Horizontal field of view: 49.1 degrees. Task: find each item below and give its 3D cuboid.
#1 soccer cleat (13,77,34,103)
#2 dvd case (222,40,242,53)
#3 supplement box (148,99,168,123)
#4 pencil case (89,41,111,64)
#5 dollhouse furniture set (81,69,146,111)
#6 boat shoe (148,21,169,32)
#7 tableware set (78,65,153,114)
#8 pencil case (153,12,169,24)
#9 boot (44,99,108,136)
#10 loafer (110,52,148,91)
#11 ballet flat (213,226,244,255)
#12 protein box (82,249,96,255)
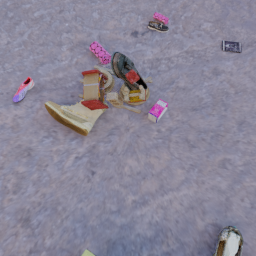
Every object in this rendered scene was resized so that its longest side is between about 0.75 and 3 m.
[{"bbox_3d":[-4.579,-1.665,12.137,0.444,0.477,1.303,24,63,14],"label":"soccer cleat"},{"bbox_3d":[5.082,-3.978,13.721,0.928,0.074,0.690,8,60,5],"label":"dvd case"},{"bbox_3d":[1.246,-0.716,11.603,0.451,0.442,0.873,33,65,17],"label":"supplement box"},{"bbox_3d":[-1.333,-3.548,13.224,0.580,0.562,1.238,-39,64,-4],"label":"pencil case"},{"bbox_3d":[-0.501,-1.468,10.425,2.431,0.989,1.308,-3,78,18],"label":"dollhouse furniture set"},{"bbox_3d":[1.568,-5.200,14.282,1.102,0.332,0.407,20,62,11],"label":"boat shoe"},{"bbox_3d":[-0.490,-1.906,12.205,2.984,0.598,1.972,16,61,9],"label":"tableware set"},{"bbox_3d":[1.699,-5.715,14.574,0.839,0.381,0.393,33,70,20],"label":"pencil case"},{"bbox_3d":[-2.104,-0.867,11.481,2.211,0.805,1.718,29,64,14],"label":"boot"},{"bbox_3d":[0.128,-2.141,10.863,0.794,2.524,0.907,12,78,23],"label":"loafer"},{"bbox_3d":[2.942,4.187,8.498,0.934,0.934,2.598,18,62,10],"label":"ballet flat"},{"bbox_3d":[-0.669,5.381,7.128,2.979,2.009,2.957,30,64,16],"label":"protein box"}]
